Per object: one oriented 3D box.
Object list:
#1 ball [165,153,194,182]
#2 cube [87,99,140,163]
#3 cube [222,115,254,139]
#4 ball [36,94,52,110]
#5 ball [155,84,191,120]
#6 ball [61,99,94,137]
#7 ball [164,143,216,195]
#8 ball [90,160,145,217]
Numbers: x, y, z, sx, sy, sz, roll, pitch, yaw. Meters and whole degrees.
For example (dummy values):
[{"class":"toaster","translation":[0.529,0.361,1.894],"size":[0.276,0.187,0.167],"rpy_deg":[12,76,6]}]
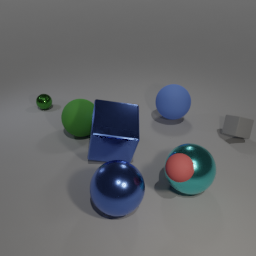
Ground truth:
[{"class":"ball","translation":[1.258,0.970,6.826],"size":[0.700,0.700,0.700],"rpy_deg":[0,30,0]},{"class":"cube","translation":[-0.470,0.136,8.829],"size":[1.400,1.400,1.400],"rpy_deg":[7,52,-9]},{"class":"cube","translation":[3.944,-0.053,10.076],"size":[0.700,0.700,0.700],"rpy_deg":[10,5,-25]},{"class":"ball","translation":[-3.720,-1.171,12.433],"size":[0.700,0.700,0.700],"rpy_deg":[0,30,0]},{"class":"ball","translation":[1.797,-1.037,11.157],"size":[1.400,1.400,1.400],"rpy_deg":[0,30,0]},{"class":"ball","translation":[-1.750,-0.382,10.362],"size":[1.400,1.400,1.400],"rpy_deg":[0,30,0]},{"class":"ball","translation":[1.715,1.125,7.760],"size":[1.400,1.400,1.400],"rpy_deg":[0,30,0]},{"class":"ball","translation":[-0.267,1.513,7.107],"size":[1.400,1.400,1.400],"rpy_deg":[0,30,0]}]
